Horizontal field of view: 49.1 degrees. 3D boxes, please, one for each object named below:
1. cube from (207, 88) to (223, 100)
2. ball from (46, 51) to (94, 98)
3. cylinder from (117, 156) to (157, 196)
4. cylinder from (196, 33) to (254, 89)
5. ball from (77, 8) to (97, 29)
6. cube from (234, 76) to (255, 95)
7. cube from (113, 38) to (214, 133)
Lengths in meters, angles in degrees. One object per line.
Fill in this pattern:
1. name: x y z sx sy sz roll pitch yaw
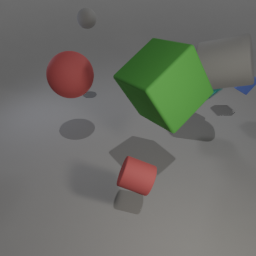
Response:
1. cube: 2.911 -1.503 9.982 0.700 0.700 0.700 -35 -9 9
2. ball: -1.732 -1.596 8.426 1.400 1.400 1.400 0 32 0
3. cylinder: 0.190 1.063 6.226 0.700 0.700 0.700 21 33 -5
4. cylinder: 2.790 -1.851 7.999 1.400 1.400 1.400 -4 28 27
5. ball: -1.469 -3.901 9.973 0.700 0.700 0.700 0 32 0
6. cube: 4.359 -1.822 10.664 0.700 0.700 0.700 20 30 -30
7. cube: 0.810 -1.004 6.427 1.400 1.400 1.400 -45 38 -9
